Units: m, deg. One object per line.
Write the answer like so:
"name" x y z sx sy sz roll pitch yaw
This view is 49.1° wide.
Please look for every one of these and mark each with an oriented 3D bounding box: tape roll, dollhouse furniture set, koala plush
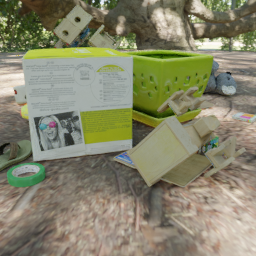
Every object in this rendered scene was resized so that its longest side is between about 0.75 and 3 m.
"tape roll" -2.530 1.157 6.989 0.888 0.213 0.888 -1 20 0
"dollhouse furniture set" -1.638 -3.296 11.050 2.127 1.490 1.499 38 -13 -6
"dollhouse furniture set" 1.360 0.352 7.079 2.323 1.512 2.134 -19 70 -48
"koala plush" 5.048 -2.561 15.701 2.198 2.020 1.949 27 22 9

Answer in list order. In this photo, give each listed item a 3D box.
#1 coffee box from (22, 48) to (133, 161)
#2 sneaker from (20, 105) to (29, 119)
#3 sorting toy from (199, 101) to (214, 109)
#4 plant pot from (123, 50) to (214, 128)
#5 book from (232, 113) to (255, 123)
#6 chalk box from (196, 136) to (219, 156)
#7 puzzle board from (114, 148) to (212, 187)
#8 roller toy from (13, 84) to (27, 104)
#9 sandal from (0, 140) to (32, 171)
"coffee box" -1.605 -0.994 8.972 2.934 2.901 2.929 -5 20 -15
"sneaker" -3.601 -1.083 11.953 1.308 1.132 2.897 0 20 7
"sorting toy" 3.305 -1.135 13.433 0.980 0.195 1.326 -15 28 -24
"plant pot" 1.317 -1.639 11.210 2.893 2.639 2.908 -14 24 -36
"book" 4.808 -0.432 11.487 0.577 0.207 0.863 -19 26 -37
"chalk box" 2.340 0.495 8.365 0.541 0.545 0.873 -14 25 -34
"puzzle board" 0.981 0.915 7.723 2.256 0.196 1.700 15 26 38
"roller toy" -4.937 -1.662 13.774 1.377 0.962 1.256 -4 13 14
"sandal" -3.345 0.703 7.789 0.729 0.524 1.837 8 21 20
